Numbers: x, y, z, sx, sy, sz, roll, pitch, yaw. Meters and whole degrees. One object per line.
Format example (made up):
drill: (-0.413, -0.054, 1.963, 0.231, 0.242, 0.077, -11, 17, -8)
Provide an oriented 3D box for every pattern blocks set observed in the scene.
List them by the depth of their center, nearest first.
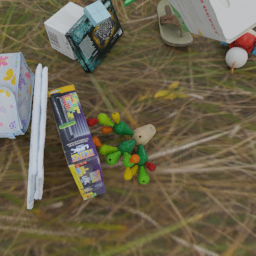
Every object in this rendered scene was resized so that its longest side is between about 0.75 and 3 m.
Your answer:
pattern blocks set: (-1.039, -3.711, 5.911, 2.983, 0.242, 2.622, 44, 63, -11)

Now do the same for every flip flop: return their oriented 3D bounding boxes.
flip flop: (1.658, -3.944, 10.209, 1.064, 0.755, 2.624, -6, 60, -3)

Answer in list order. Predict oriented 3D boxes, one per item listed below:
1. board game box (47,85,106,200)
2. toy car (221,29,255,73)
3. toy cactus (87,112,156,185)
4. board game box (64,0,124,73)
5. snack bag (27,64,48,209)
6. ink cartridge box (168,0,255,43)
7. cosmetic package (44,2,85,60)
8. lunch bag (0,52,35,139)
board game box: (-1.180, 0.443, 6.771, 0.662, 2.334, 1.929, -19, 62, -11)
toy car: (3.658, -2.473, 9.347, 1.317, 1.264, 1.429, 23, 90, 11)
toy cactus: (0.087, 0.348, 7.526, 2.221, 1.136, 1.833, 47, 51, 12)
board game box: (-1.037, -3.146, 9.323, 0.315, 1.511, 2.234, 14, 58, 33)
snack bag: (-2.159, 0.405, 6.639, 0.303, 2.834, 2.672, 3, 59, -20)
ink cartridge box: (1.762, -3.181, 6.422, 1.141, 1.895, 2.608, -33, 26, 7)
cosmetic package: (-1.905, -3.342, 9.649, 1.118, 1.117, 1.356, 32, 66, 17)
lunch bag: (-3.914, -0.856, 8.020, 2.046, 1.534, 2.413, -3, 67, 1)
